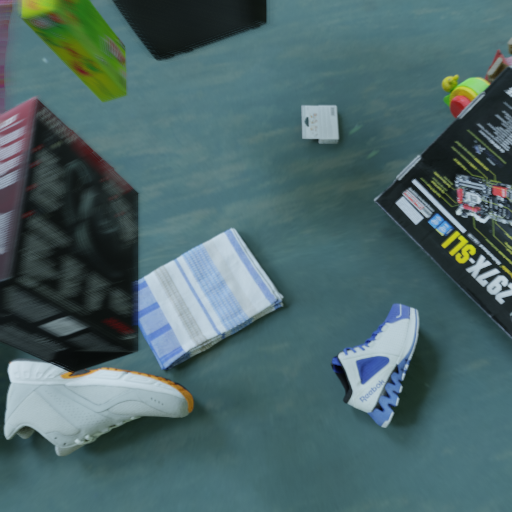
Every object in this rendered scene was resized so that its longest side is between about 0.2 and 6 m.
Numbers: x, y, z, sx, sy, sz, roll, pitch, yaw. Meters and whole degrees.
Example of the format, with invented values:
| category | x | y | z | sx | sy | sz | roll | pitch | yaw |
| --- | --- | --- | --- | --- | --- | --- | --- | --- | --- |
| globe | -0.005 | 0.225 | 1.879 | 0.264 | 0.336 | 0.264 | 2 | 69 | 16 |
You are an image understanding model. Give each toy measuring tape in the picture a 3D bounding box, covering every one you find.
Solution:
| category | x | y | z | sx | sy | sz | roll | pitch | yaw |
| --- | --- | --- | --- | --- | --- | --- | --- | --- | --- |
| toy measuring tape | 4.281 | -2.555 | 10.258 | 0.844 | 0.844 | 2.293 | -34 | 71 | -13 |

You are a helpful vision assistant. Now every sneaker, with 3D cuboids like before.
| category | x | y | z | sx | sy | sz | roll | pitch | yaw |
| --- | --- | --- | --- | --- | --- | --- | --- | --- | --- |
| sneaker | 1.752 | 1.524 | 8.569 | 1.086 | 0.760 | 1.881 | 19 | 70 | 6 |
| sneaker | -2.322 | 2.295 | 8.211 | 2.828 | 1.070 | 1.301 | 4 | 75 | 10 |

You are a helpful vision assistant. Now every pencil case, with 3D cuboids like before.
| category | x | y | z | sx | sy | sz | roll | pitch | yaw |
| --- | --- | --- | --- | --- | --- | --- | --- | --- | --- |
| pencil case | -3.080 | -2.189 | 6.152 | 0.697 | 1.594 | 0.697 | 15 | 41 | -14 |

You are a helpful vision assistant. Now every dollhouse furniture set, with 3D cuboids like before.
| category | x | y | z | sx | sy | sz | roll | pitch | yaw |
| --- | --- | --- | --- | --- | --- | --- | --- | --- | --- |
| dollhouse furniture set | 5.226 | -2.886 | 10.308 | 1.093 | 0.826 | 2.031 | -15 | 65 | -6 |
| dollhouse furniture set | 4.682 | -2.615 | 9.576 | 1.585 | 1.202 | 1.809 | 38 | 107 | 19 |

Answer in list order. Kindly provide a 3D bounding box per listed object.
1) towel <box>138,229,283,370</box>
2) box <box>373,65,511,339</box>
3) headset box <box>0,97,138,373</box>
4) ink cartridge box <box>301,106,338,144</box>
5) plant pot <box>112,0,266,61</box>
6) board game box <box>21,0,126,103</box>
| category | x | y | z | sx | sy | sz | roll | pitch | yaw |
| --- | --- | --- | --- | --- | --- | --- | --- | --- | --- |
| towel | -0.899 | 0.657 | 9.200 | 2.264 | 0.269 | 1.662 | -29 | 70 | -11 |
| box | 4.161 | -0.624 | 8.670 | 2.916 | 0.901 | 3.652 | -48 | 71 | 19 |
| headset box | -2.016 | -0.256 | 5.624 | 0.898 | 1.731 | 2.325 | -20 | 55 | 16 |
| ink cartridge box | 1.194 | -2.476 | 10.559 | 0.673 | 0.169 | 0.776 | 0 | 67 | 1 |
| plant pot | -0.937 | -4.104 | 8.163 | 2.249 | 2.000 | 2.254 | -14 | 22 | 14 |
| board game box | -2.207 | -2.767 | 6.996 | 0.396 | 1.663 | 0.845 | -12 | 68 | 13 |
